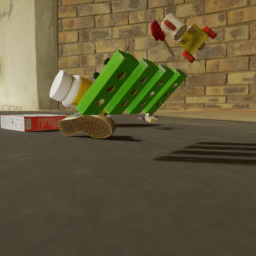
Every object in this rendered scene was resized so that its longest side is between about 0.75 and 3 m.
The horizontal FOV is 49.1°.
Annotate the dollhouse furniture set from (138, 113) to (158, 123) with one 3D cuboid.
[{"bbox_3d":[0.796,-0.470,8.557,0.635,0.569,0.802,8,8,-22],"label":"dollhouse furniture set"}]

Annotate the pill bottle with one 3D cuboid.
[{"bbox_3d":[-1.578,-1.129,9.983,2.137,1.221,1.221,24,-8,-29],"label":"pill bottle"}]

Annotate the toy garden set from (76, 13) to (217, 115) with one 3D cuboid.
[{"bbox_3d":[0.360,-0.982,4.229,0.428,1.789,2.146,50,25,19],"label":"toy garden set"}]

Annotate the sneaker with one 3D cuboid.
[{"bbox_3d":[-0.790,-0.163,6.186,1.576,0.529,0.708,0,24,37],"label":"sneaker"}]

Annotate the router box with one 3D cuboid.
[{"bbox_3d":[-2.817,-0.188,8.546,1.496,0.407,1.666,-5,6,-45],"label":"router box"}]
